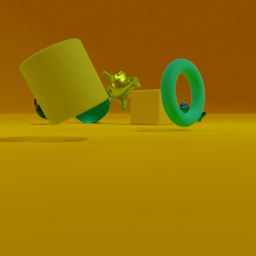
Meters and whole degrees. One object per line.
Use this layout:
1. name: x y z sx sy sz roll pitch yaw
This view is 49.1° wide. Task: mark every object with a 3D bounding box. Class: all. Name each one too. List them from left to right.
1. teapot: -2.522 -0.639 9.316 1.476 0.722 0.917 22 8 15
2. cylinder: -0.871 -0.624 3.896 0.902 0.902 0.902 -26 10 5
3. cone: -1.318 -0.566 11.018 1.459 1.459 1.464 0 -23 6
4. monkey head: -0.171 -1.363 9.332 0.934 1.550 1.115 -40 25 -25
5. cube: 0.812 -0.664 9.153 1.081 1.081 1.081 3 4 34
6. ring: 1.202 -0.745 6.009 0.292 1.460 1.460 -2 1 44
7. cow figurine: 2.382 -0.577 10.542 0.974 0.990 0.543 -35 -6 -36
